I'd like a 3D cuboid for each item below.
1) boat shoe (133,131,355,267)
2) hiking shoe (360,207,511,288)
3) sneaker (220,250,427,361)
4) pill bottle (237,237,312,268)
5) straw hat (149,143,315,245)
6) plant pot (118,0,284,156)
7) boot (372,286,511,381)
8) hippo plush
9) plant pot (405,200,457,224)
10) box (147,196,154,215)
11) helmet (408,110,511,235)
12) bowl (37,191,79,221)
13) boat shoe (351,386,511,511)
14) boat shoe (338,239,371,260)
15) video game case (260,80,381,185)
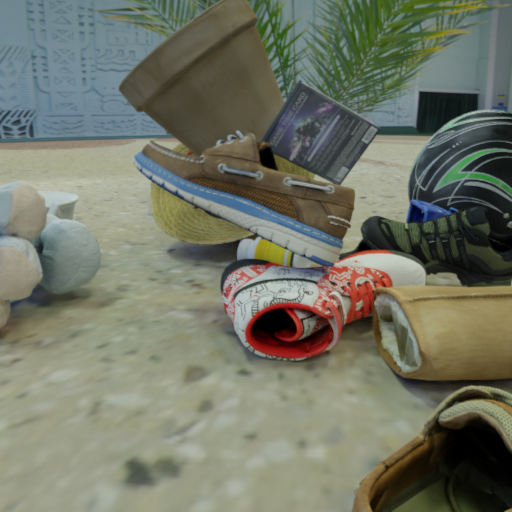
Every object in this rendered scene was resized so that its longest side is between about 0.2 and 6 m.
[{"bbox_3d":[-0.162,-1.002,7.609,3.238,1.172,1.170,26,2,17],"label":"boat shoe"},{"bbox_3d":[3.023,-0.347,8.889,2.648,1.333,1.003,15,37,-5],"label":"hiking shoe"},{"bbox_3d":[1.084,0.665,7.339,3.003,1.003,1.610,-1,23,-11],"label":"sneaker"},{"bbox_3d":[0.317,0.017,10.015,1.254,0.703,0.703,9,18,28],"label":"pill bottle"},{"bbox_3d":[-0.367,-1.177,12.125,3.803,1.610,3.803,-9,48,11],"label":"straw hat"},{"bbox_3d":[-0.725,-3.032,10.778,2.906,2.521,2.906,-34,14,10],"label":"plant pot"},{"bbox_3d":[3.462,0.984,5.813,3.801,1.257,3.328,0,3,-3],"label":"boot"},{"bbox_3d":[-3.739,0.096,8.425,2.867,2.284,2.306,13,-7,24],"label":"hippo plush"},{"bbox_3d":[3.518,-0.409,10.882,1.020,1.134,1.134,7,15,-4],"label":"plant pot"},{"bbox_3d":[-2.448,-1.483,15.628,0.681,0.534,1.096,6,17,21],"label":"box"},{"bbox_3d":[5.024,-1.731,12.661,2.939,3.083,3.083,22,21,13],"label":"helmet"},{"bbox_3d":[-4.967,-0.732,12.079,2.264,1.018,2.264,0,16,0],"label":"bowl"},{"bbox_3d":[1.658,1.528,3.827,1.167,1.139,3.085,15,21,42],"label":"boat shoe"},{"bbox_3d":[2.075,-0.005,9.750,0.927,0.878,2.651,11,19,34],"label":"boat shoe"},{"bbox_3d":[1.187,-2.193,10.282,1.894,1.353,0.180,21,27,-28],"label":"video game case"}]
